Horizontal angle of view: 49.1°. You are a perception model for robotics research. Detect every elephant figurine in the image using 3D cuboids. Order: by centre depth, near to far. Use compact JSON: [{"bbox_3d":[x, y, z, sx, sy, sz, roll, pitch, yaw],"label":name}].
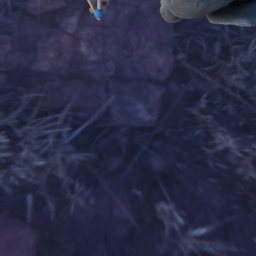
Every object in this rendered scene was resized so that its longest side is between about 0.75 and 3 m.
[{"bbox_3d":[2.035,-2.895,5.221,2.746,1.943,2.130,-2,79,-9],"label":"elephant figurine"}]

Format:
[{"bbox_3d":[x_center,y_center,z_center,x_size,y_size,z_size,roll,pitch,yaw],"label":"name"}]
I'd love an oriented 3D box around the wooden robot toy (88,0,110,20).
[{"bbox_3d":[-0.613,-3.461,5.453,1.250,2.754,1.213,-29,56,1],"label":"wooden robot toy"}]
